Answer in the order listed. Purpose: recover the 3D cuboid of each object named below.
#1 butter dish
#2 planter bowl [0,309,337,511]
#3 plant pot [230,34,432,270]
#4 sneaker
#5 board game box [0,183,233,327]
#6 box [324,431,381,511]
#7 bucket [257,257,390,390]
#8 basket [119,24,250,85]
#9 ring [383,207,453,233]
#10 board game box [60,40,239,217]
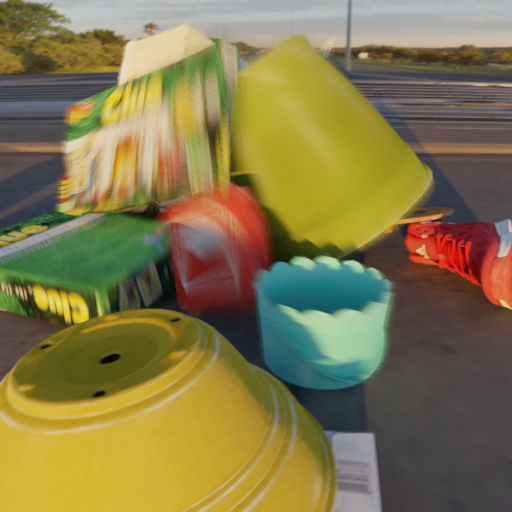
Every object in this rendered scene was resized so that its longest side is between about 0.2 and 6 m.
[{"bbox_3d":[-0.314,-0.053,6.843,1.302,1.299,0.963,-14,-11,37],"label":"butter dish"},{"bbox_3d":[-0.912,1.165,3.959,2.859,1.191,2.859,-7,19,3],"label":"planter bowl"},{"bbox_3d":[0.611,-1.520,7.834,2.651,2.553,2.651,-34,13,9],"label":"plant pot"},{"bbox_3d":[2.790,0.083,7.737,1.522,1.033,2.636,0,8,22],"label":"sneaker"},{"bbox_3d":[-1.716,-0.517,9.201,3.054,0.684,5.830,11,25,26],"label":"board game box"},{"bbox_3d":[-0.139,1.813,3.945,1.990,0.410,1.552,3,22,6],"label":"box"},{"bbox_3d":[0.700,0.693,5.983,1.438,0.935,1.438,0,23,0],"label":"bucket"},{"bbox_3d":[-1.210,-2.665,9.961,1.600,1.971,1.989,0,-10,40],"label":"basket"},{"bbox_3d":[2.136,-0.598,9.476,2.285,0.219,2.285,-5,8,1],"label":"ring"},{"bbox_3d":[-1.574,-1.561,7.550,3.299,1.729,0.387,-5,-15,41],"label":"board game box"}]
